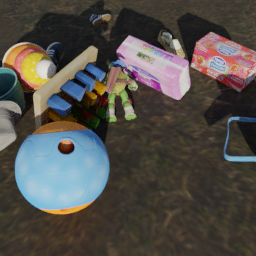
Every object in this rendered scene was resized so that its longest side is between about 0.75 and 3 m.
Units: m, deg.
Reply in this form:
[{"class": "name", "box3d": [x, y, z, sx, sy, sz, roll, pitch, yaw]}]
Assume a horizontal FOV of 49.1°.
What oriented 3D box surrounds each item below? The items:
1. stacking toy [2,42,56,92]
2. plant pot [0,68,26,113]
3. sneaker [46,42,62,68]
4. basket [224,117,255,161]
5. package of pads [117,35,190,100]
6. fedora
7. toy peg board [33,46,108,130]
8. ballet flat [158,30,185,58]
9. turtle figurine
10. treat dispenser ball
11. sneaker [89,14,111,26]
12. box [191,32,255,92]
[{"class": "stacking toy", "box3d": [-3.115, -1.995, 9.477, 1.791, 1.791, 2.451, -31, 27, -24]}, {"class": "plant pot", "box3d": [-4.147, -1.063, 9.443, 1.390, 1.306, 1.390, -4, 56, 5]}, {"class": "sneaker", "box3d": [-3.089, -2.846, 11.526, 0.711, 0.631, 1.682, 20, 62, 18]}, {"class": "basket", "box3d": [3.989, 0.321, 8.222, 2.147, 1.494, 1.893, 6, 43, 22]}, {"class": "package of pads", "box3d": [0.972, -2.177, 10.240, 2.646, 1.594, 1.001, 30, 76, 24]}, {"class": "fedora", "box3d": [-3.999, 0.121, 8.122, 2.038, 1.803, 0.920, -15, 62, -31]}, {"class": "toy peg board", "box3d": [-1.481, -0.680, 8.563, 1.240, 2.525, 2.536, 33, 56, 7]}, {"class": "ballet flat", "box3d": [1.862, -3.693, 12.235, 0.647, 0.599, 1.836, -24, 54, -19]}, {"class": "turtle figurine", "box3d": [-0.401, -1.166, 9.941, 1.480, 2.057, 1.994, 6, 67, -35]}, {"class": "treat dispenser ball", "box3d": [-1.634, 0.979, 7.130, 2.321, 2.321, 2.321, 0, 49, 0]}, {"class": "sneaker", "box3d": [-1.410, -5.491, 13.931, 1.060, 0.371, 0.575, -33, 59, -21]}, {"class": "box", "box3d": [3.779, -2.605, 10.920, 2.352, 1.172, 1.123, 37, 59, 27]}]
